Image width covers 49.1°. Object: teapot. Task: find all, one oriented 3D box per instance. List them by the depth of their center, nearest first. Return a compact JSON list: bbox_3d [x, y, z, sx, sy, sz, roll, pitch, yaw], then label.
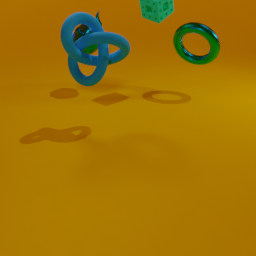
[{"bbox_3d":[-1.567,-3.473,10.592,0.966,1.974,1.227,34,14,-47],"label":"teapot"}]

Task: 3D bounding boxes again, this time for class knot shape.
[{"bbox_3d":[-1.035,-2.205,7.537,1.911,1.789,0.883,-29,31,13],"label":"knot shape"}]

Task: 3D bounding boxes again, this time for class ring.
[{"bbox_3d":[2.518,-3.088,10.390,1.808,1.808,0.362,17,60,28],"label":"ring"}]

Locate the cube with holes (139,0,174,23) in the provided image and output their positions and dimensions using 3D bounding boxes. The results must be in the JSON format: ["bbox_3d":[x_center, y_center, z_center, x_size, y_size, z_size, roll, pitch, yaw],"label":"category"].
[{"bbox_3d":[0.992,-4.297,9.684,0.819,0.819,0.819,34,68,32],"label":"cube with holes"}]
